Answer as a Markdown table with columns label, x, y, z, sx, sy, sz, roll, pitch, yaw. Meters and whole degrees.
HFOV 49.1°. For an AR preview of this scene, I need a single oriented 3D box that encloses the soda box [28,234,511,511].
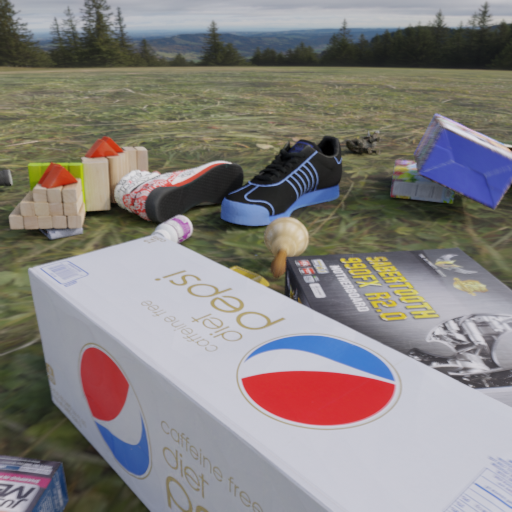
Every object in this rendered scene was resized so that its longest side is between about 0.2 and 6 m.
| label | x | y | z | sx | sy | sz | roll | pitch | yaw |
| --- | --- | --- | --- | --- | --- | --- | --- | --- | --- |
| soda box | -0.107 | 1.239 | 4.232 | 1.414 | 1.513 | 4.443 | -19 | 30 | -37 |

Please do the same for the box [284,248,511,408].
| label | x | y | z | sx | sy | sz | roll | pitch | yaw |
| --- | --- | --- | --- | --- | --- | --- | --- | --- | --- |
| box | 1.756 | 0.839 | 6.172 | 2.417 | 0.738 | 3.052 | -3 | 24 | -6 |

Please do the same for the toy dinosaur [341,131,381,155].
| label | x | y | z | sx | sy | sz | roll | pitch | yaw |
| --- | --- | --- | --- | --- | --- | --- | --- | --- | --- |
| toy dinosaur | 3.001 | -3.137 | 15.993 | 1.659 | 0.639 | 0.848 | -20 | 18 | -27 |

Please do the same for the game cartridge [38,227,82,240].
| label | x | y | z | sx | sy | sz | roll | pitch | yaw |
| --- | --- | --- | --- | --- | --- | --- | --- | --- | --- |
| game cartridge | -3.568 | -0.550 | 10.193 | 0.657 | 0.202 | 0.987 | -19 | 29 | -31 |

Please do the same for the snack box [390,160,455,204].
| label | x | y | z | sx | sy | sz | roll | pitch | yaw |
| --- | --- | --- | --- | --- | --- | --- | --- | --- | --- |
| snack box | 3.696 | -1.681 | 12.447 | 1.298 | 0.484 | 1.826 | 9 | 24 | 12 |

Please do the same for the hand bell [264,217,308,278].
| label | x | y | z | sx | sy | sz | roll | pitch | yaw |
| --- | --- | --- | --- | --- | --- | --- | --- | --- | --- |
| hand bell | 0.380 | -0.016 | 8.079 | 0.695 | 0.695 | 1.335 | 3 | 24 | 7 |

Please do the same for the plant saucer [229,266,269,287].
| label | x | y | z | sx | sy | sz | roll | pitch | yaw |
| --- | --- | --- | --- | --- | --- | --- | --- | --- | --- |
| plant saucer | -0.289 | 0.359 | 8.059 | 0.705 | 0.171 | 0.706 | 19 | 29 | 38 |

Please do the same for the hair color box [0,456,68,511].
| label | x | y | z | sx | sy | sz | roll | pitch | yaw |
| --- | --- | --- | --- | --- | --- | --- | --- | --- | --- |
| hair color box | -1.921 | 2.018 | 3.800 | 0.706 | 0.427 | 1.412 | 3 | 23 | 6 |

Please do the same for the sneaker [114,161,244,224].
| label | x | y | z | sx | sy | sz | roll | pitch | yaw |
| --- | --- | --- | --- | --- | --- | --- | --- | --- | --- |
| sneaker | -1.559 | -1.458 | 11.398 | 1.454 | 0.906 | 2.713 | 19 | 32 | 33 |

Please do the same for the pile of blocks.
| label | x | y | z | sx | sy | sz | roll | pitch | yaw |
| --- | --- | --- | --- | --- | --- | --- | --- | --- | --- |
| pile of blocks | -3.442 | -1.664 | 11.120 | 1.677 | 1.270 | 4.086 | 6 | 20 | 12 |

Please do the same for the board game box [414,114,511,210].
| label | x | y | z | sx | sy | sz | roll | pitch | yaw |
| --- | --- | --- | --- | --- | --- | --- | --- | --- | --- |
| board game box | 4.077 | -1.920 | 11.033 | 1.606 | 0.975 | 2.014 | 26 | 24 | 4 |

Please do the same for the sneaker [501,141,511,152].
| label | x | y | z | sx | sy | sz | roll | pitch | yaw |
| --- | --- | --- | --- | --- | --- | --- | --- | --- | --- |
| sneaker | 6.520 | -2.017 | 12.386 | 1.508 | 1.127 | 3.360 | -10 | 21 | -10 |

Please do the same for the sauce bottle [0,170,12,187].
| label | x | y | z | sx | sy | sz | roll | pitch | yaw |
| --- | --- | --- | --- | --- | --- | --- | --- | --- | --- |
| sauce bottle | -6.225 | -1.599 | 12.048 | 1.764 | 0.571 | 0.571 | -11 | 25 | -19 |

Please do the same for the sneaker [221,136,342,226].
| label | x | y | z | sx | sy | sz | roll | pitch | yaw |
| --- | --- | --- | --- | --- | --- | --- | --- | --- | --- |
| sneaker | 0.561 | -1.569 | 11.139 | 1.179 | 1.310 | 3.362 | 19 | 29 | 36 |

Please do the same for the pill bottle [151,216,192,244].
| label | x | y | z | sx | sy | sz | roll | pitch | yaw |
| --- | --- | --- | --- | --- | --- | --- | --- | --- | --- |
| pill bottle | -1.441 | -0.377 | 9.463 | 0.436 | 0.436 | 0.776 | 10 | 25 | 22 |
